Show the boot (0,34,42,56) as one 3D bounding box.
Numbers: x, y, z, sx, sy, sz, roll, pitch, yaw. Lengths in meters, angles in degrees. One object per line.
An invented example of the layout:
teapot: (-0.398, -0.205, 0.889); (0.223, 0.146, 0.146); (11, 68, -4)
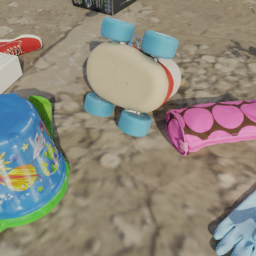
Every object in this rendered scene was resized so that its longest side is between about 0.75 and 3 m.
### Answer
boot: (-3.728, -2.496, 9.256); (1.705, 0.617, 1.230); (-9, 45, 3)

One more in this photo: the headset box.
headset box: (-0.968, -6.122, 12.569); (2.396, 1.111, 2.086); (24, 49, 23)

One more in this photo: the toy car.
toy car: (0.438, -1.364, 7.354); (2.232, 2.326, 2.523); (28, 24, 25)

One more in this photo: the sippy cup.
sippy cup: (-2.241, 0.488, 5.226); (2.064, 1.927, 2.629); (-16, 47, -15)

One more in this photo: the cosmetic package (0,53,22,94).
cosmetic package: (-4.295, -1.065, 7.657); (1.210, 0.742, 2.932); (14, 46, 14)

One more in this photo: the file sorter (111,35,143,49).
file sorter: (-0.072, -2.502, 9.114); (0.666, 0.753, 1.085); (34, 53, 31)

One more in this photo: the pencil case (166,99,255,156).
pencil case: (2.249, -0.030, 6.344); (2.660, 1.207, 1.246); (-9, 49, -6)

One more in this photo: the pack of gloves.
pack of gloves: (3.095, 1.892, 4.784); (2.861, 0.564, 2.403); (-31, 51, -28)
